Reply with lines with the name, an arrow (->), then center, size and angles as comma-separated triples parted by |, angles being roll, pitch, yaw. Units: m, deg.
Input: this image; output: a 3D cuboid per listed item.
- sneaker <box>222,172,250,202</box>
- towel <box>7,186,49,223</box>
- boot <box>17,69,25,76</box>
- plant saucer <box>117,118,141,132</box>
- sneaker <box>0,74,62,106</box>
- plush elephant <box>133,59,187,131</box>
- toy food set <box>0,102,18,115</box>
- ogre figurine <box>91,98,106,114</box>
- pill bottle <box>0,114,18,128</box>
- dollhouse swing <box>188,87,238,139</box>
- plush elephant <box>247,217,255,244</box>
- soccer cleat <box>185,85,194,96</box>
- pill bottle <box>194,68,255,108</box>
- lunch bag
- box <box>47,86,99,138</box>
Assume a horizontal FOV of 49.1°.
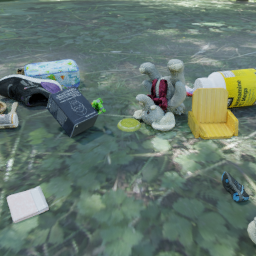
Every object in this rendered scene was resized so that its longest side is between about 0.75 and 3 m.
sneaker -> 2.862, 1.579, 7.530 | 0.400, 0.357, 0.976 | 4, 37, -17
towel -> -2.550, 1.909, 7.112 | 0.870, 0.147, 0.911 | -17, 34, -25
boot -> -5.261, -2.299, 13.511 | 0.705, 0.722, 1.915 | -5, 33, -12
plant saucer -> 0.052, -0.147, 10.509 | 0.895, 0.139, 0.895 | 0, 32, 0
sneaker -> -4.393, -1.533, 11.963 | 2.896, 1.097, 1.268 | 2, 37, 3
plush elephant -> 1.075, -0.999, 10.347 | 1.985, 2.564, 2.112 | -45, 36, -21
toy food set -> -5.723, -0.803, 11.253 | 2.382, 0.478, 1.645 | -7, 32, -11
ogre figurine -> -1.052, -0.775, 10.010 | 0.406, 0.496, 0.827 | -24, 11, 2
pill bottle -> -4.552, -0.247, 10.319 | 0.872, 0.507, 0.507 | -4, 31, -7
dollhouse swing -> 3.076, -0.559, 10.012 | 1.554, 1.366, 1.412 | -2, 31, -4
plush elephant -> 3.071, 2.189, 4.911 | 2.561, 2.110, 1.983 | 13, 34, -39
soccer cleat -> 2.866, -1.612, 12.781 | 1.151, 0.392, 0.421 | 26, 65, 28
pill bottle -> 4.204, -1.603, 11.598 | 2.685, 1.509, 1.509 | -7, 32, -6
lunch bag -> -3.663, -2.590, 13.651 | 2.537, 1.046, 2.039 | -11, 34, -17
box -> -1.985, -0.608, 10.063 | 1.109, 0.800, 1.494 | -29, 70, -39
